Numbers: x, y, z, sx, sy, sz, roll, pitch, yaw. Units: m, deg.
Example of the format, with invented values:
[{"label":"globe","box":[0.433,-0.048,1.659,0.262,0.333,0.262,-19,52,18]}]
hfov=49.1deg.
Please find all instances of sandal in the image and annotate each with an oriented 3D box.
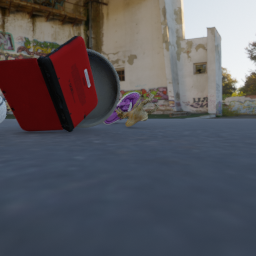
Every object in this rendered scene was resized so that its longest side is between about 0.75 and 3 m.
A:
[{"label":"sandal","box":[-0.190,-0.637,10.206,1.678,0.683,0.412,-38,20,3]}]

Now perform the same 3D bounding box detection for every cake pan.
[{"label":"cake pan","box":[-0.958,-0.839,6.002,1.650,1.650,0.303,0,9,7]}]

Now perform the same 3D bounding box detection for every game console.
[{"label":"game console","box":[-1.369,-0.743,4.995,0.922,1.553,1.339,22,52,26]}]

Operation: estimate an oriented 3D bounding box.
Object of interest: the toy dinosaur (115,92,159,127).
[{"label":"toy dinosaur","box":[0.348,-0.386,7.290,1.005,0.578,1.987,-46,22,-11]}]

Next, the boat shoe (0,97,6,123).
[{"label":"boat shoe","box":[-2.449,-0.294,2.578,2.560,0.725,0.879,-7,27,-40]}]

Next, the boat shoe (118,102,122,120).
[{"label":"boat shoe","box":[-0.399,-0.792,12.826,0.986,1.041,2.977,-2,3,15]}]

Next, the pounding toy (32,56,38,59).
[{"label":"pounding toy","box":[-2.065,-0.894,7.116,0.798,1.744,1.532,-38,5,8]}]
